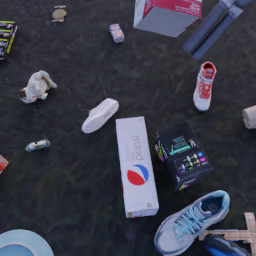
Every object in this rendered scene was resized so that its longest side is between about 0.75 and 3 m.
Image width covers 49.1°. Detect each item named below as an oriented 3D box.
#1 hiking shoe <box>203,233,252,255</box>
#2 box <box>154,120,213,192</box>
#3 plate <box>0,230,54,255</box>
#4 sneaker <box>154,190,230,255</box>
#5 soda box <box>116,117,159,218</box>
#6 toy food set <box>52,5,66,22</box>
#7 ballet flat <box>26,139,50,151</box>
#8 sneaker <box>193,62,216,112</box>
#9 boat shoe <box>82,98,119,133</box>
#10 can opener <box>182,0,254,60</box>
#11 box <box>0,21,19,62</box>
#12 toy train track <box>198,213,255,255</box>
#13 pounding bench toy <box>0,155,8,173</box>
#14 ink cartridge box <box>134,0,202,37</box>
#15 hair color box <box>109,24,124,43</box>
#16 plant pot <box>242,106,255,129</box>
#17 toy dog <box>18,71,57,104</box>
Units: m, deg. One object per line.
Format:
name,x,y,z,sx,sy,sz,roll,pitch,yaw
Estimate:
hiking shoe,2.996,4.109,7.199,1.294,1.110,2.984,-40,70,-19
box,1.649,0.886,8.714,1.062,1.269,1.709,-19,65,-9
plate,-3.205,4.032,7.699,2.363,0.302,2.363,0,64,-1
sneaker,1.804,2.556,7.934,2.591,1.119,1.006,-33,60,-16
soda box,0.229,1.179,8.719,0.939,1.005,2.950,-7,64,-3
toy food set,-3.005,-4.956,12.273,0.603,0.175,0.873,0,69,8
ballet flat,-3.064,0.560,9.437,0.835,0.310,0.310,-17,65,-8
sneaker,2.767,-1.521,10.095,0.592,0.950,1.773,10,64,5
boat shoe,-1.056,-0.482,9.832,0.553,0.581,1.613,33,71,34
can opener,2.629,-3.114,7.763,0.718,0.906,2.726,39,106,-8
box,-5.674,-3.588,11.420,1.914,0.455,1.849,3,62,2
toy train track,3.204,3.101,8.127,2.254,0.367,1.293,-1,63,0
pounding bench toy,-4.721,1.341,8.672,1.196,0.953,1.534,27,67,12
ink cartridge box,1.131,-3.949,7.990,1.475,1.481,2.039,5,85,-18
hair color box,-0.471,-3.966,11.709,0.412,0.249,0.823,-17,65,-8
plant pot,4.512,-0.392,9.600,0.943,1.030,1.030,-13,64,6
toy dog,-3.417,-1.445,10.150,1.167,0.840,1.204,24,67,21
